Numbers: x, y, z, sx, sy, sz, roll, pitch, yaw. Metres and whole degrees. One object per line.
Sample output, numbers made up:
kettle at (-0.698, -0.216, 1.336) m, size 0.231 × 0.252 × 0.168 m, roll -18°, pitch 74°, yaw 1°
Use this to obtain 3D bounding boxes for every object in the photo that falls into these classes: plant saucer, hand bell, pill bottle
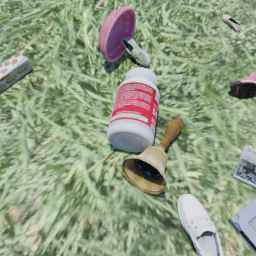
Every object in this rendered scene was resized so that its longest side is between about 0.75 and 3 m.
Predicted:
plant saucer at (-0.420, -3.305, 9.834) m, size 0.497 × 1.962 × 1.962 m, roll 30°, pitch 63°, yaw 15°
hand bell at (1.010, 0.508, 8.191) m, size 1.340 × 1.340 × 2.574 m, roll 26°, pitch 49°, yaw 15°
pill bottle at (0.237, -0.606, 8.527) m, size 1.360 × 1.360 × 2.422 m, roll 8°, pitch 59°, yaw 5°

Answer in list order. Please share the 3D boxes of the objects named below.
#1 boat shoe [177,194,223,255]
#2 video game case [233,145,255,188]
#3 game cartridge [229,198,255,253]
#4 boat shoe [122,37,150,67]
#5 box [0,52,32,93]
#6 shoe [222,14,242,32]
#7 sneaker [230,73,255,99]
boat shoe at (1.876, 2.554, 6.954) m, size 0.746 × 0.730 × 2.107 m, roll -16°, pitch 60°, yaw -10°
video game case at (3.835, 1.233, 8.121) m, size 1.268 × 0.148 × 1.153 m, roll 26°, pitch 61°, yaw 14°
game cartridge at (3.773, 2.771, 7.043) m, size 1.383 × 0.420 × 2.075 m, roll -31°, pitch 63°, yaw -14°
boat shoe at (0.255, -2.758, 10.243) m, size 1.359 × 0.489 × 0.422 m, roll 50°, pitch 42°, yaw 12°
box at (-4.594, -1.514, 9.564) m, size 0.550 × 0.590 × 2.845 m, roll 35°, pitch 64°, yaw 20°
shoe at (4.277, -4.371, 11.489) m, size 0.376 × 0.287 × 1.074 m, roll -24°, pitch 61°, yaw -14°
sneaker at (4.316, -1.522, 9.633) m, size 1.843 × 0.679 × 0.799 m, roll -3°, pitch 44°, yaw -6°
